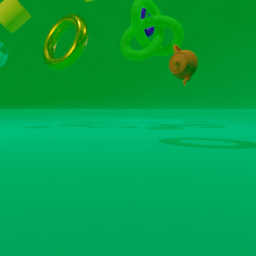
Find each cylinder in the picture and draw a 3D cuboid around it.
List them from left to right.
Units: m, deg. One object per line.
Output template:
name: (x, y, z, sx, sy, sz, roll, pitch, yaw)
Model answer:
cylinder: (-3.640, -3.569, 8.779, 0.823, 0.823, 0.823, -41, 6, -1)

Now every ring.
ring: (-1.903, -2.569, 8.406, 1.822, 1.822, 0.364, 3, -13, 38)
ring: (0.760, -4.239, 10.907, 0.265, 1.327, 1.327, 9, 8, 27)

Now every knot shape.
knot shape: (0.853, -3.058, 9.122, 1.934, 2.066, 0.955, 16, 6, -9)

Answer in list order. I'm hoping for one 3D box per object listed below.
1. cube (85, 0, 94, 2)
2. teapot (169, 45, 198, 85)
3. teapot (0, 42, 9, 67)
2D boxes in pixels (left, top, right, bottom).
cube: (-1.024, -3.997, 7.486, 0.810, 0.810, 0.810, 44, -1, -31)
teapot: (1.596, -1.844, 8.259, 0.683, 1.394, 0.867, 5, -24, -45)
teapot: (-3.896, -2.247, 8.188, 0.684, 0.868, 1.397, -40, 17, 7)
